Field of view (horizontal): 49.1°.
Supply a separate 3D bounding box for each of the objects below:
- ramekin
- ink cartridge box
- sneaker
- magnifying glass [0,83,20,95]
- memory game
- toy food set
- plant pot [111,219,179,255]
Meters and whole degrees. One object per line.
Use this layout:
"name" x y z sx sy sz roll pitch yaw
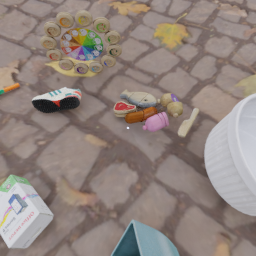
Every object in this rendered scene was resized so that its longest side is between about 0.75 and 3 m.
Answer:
"ramekin" 3.065 0.703 6.402 2.720 1.428 2.720 10 63 -20
"ink cartridge box" -2.432 1.844 6.229 1.321 0.578 0.960 39 86 30
"sneaker" -2.089 -0.878 8.377 1.505 0.530 0.704 -5 37 11
"magnifying glass" -4.022 -1.111 8.779 1.269 0.142 0.505 -32 28 -26
"memory game" -1.388 -2.467 8.465 2.467 2.467 0.157 -1 59 -1
"toy food set" 0.600 -0.531 7.870 2.518 0.397 1.601 14 48 28
"plant pot" 0.434 2.706 5.512 1.143 1.122 1.119 21 18 -19
